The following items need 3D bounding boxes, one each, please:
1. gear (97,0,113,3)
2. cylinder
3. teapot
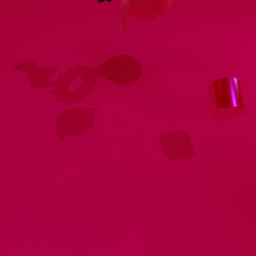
[{"bbox_3d":[-0.046,-3.451,6.493,1.635,0.302,1.635,-18,36,14],"label":"gear"},{"bbox_3d":[2.200,-0.646,6.289,0.735,0.735,0.735,-2,72,-1],"label":"cylinder"},{"bbox_3d":[0.350,-2.441,5.255,1.691,0.828,1.051,-41,44,-20],"label":"teapot"}]
